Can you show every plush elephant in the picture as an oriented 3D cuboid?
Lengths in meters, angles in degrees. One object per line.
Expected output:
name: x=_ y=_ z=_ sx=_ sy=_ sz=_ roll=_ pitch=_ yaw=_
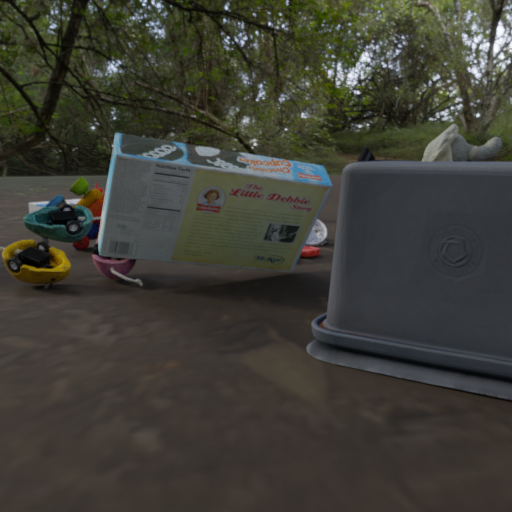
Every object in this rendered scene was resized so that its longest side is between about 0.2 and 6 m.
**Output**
plush elephant: x=4.488 y=-1.748 z=12.241 sx=2.771 sy=2.145 sz=2.282 roll=1 pitch=10 yaw=4

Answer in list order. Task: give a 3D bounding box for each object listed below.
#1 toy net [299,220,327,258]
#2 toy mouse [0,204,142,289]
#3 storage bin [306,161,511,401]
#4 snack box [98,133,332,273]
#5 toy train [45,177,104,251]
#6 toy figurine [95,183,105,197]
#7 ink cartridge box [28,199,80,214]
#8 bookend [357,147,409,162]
toy net: x=0.599 y=-0.355 z=9.091 sx=1.376 sy=0.507 sz=2.623 roll=6 pitch=11 yaw=33
toy mouse: x=-2.145 y=-0.147 z=6.970 sx=2.133 sy=0.413 sz=1.895 roll=18 pitch=34 yaw=12
storage bin: x=1.615 y=0.035 z=4.163 sx=2.184 sy=1.467 sz=1.589 roll=7 pitch=12 yaw=32
snack box: x=-0.495 y=-0.532 z=6.507 sx=2.442 sy=1.419 sz=0.453 roll=6 pitch=41 yaw=-20
toy train: x=-2.536 y=-0.898 z=8.879 sx=1.582 sy=0.915 sz=0.670 roll=-40 pitch=13 yaw=14
toy figurine: x=-2.323 y=-1.163 z=11.962 sx=2.100 sy=1.108 sz=1.258 roll=-16 pitch=-18 yaw=30
ink cartridge box: x=-4.125 y=-0.917 z=12.136 sx=1.260 sy=0.541 sz=0.923 roll=-8 pitch=14 yaw=-41
bookend: x=2.504 y=-0.834 z=8.560 sx=1.650 sy=0.765 sz=1.660 roll=10 pitch=-26 yaw=42
